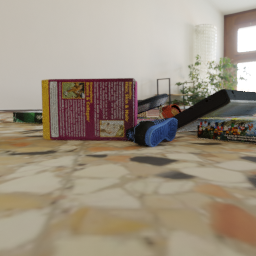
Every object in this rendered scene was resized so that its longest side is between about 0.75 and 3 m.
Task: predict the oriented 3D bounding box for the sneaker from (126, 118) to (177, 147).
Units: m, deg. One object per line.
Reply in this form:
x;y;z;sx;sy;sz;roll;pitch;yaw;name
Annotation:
0.565;0.034;6.070;0.624;0.562;1.603;11;11;29;sneaker

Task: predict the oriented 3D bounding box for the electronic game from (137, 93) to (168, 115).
0.215;-0.680;9.493;2.407;0.501;2.407;-19;1;0;electronic game

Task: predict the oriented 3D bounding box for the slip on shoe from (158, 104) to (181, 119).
1.459;-0.436;9.244;0.679;0.822;2.220;-38;1;13;slip on shoe

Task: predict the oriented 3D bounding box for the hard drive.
2.776;-0.473;8.105;2.776;0.456;1.937;-4;-20;-42;hard drive

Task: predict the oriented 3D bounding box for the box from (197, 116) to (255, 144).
3.252;-0.018;6.949;2.657;0.501;1.815;-4;7;-40;box

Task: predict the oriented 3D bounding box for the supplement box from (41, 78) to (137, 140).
-0.865;-0.462;6.805;2.172;1.422;1.121;1;5;5;supplement box

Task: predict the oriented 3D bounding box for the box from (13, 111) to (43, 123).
-3.274;-0.497;12.545;2.897;0.526;2.091;1;5;21;box

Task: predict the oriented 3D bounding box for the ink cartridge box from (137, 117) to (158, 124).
0.468;-0.148;9.287;1.187;0.418;1.990;1;3;8;ink cartridge box

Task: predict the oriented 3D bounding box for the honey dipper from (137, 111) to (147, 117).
-0.091;-0.742;16.028;2.343;0.445;0.445;-2;5;1;honey dipper
